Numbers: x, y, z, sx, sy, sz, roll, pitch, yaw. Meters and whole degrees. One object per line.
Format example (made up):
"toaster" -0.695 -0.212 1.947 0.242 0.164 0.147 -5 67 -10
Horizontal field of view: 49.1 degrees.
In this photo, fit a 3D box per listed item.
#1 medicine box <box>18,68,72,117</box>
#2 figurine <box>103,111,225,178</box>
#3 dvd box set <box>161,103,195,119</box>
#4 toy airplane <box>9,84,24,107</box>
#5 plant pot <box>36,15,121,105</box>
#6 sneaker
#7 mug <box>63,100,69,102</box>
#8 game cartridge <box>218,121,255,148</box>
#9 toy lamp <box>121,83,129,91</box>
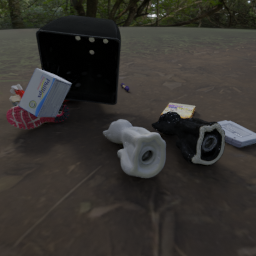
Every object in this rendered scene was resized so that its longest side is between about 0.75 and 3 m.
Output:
"medicine box" -1.797 -0.743 6.192 0.510 0.903 0.991 28 5 7
"figurine" 0.832 0.247 8.388 2.896 1.247 2.825 -9 18 -17
"dvd box set" 2.004 -0.608 11.091 1.105 0.222 1.511 9 26 18
"toy airplane" -4.330 -1.160 11.474 1.286 0.907 1.280 22 20 -42
"plant pot" -1.693 -3.047 11.515 2.984 2.977 2.647 7 45 1
"sneaker" -3.251 -0.443 10.154 2.141 0.863 0.799 -5 9 -28
"mug" -2.838 -1.767 12.926 1.792 1.591 1.195 3 -12 -3
"game cartridge" 3.489 0.183 9.331 1.018 0.309 1.527 -7 25 -23
"toy lamp" -0.138 -2.079 14.246 0.253 0.253 0.869 -9 27 -18
